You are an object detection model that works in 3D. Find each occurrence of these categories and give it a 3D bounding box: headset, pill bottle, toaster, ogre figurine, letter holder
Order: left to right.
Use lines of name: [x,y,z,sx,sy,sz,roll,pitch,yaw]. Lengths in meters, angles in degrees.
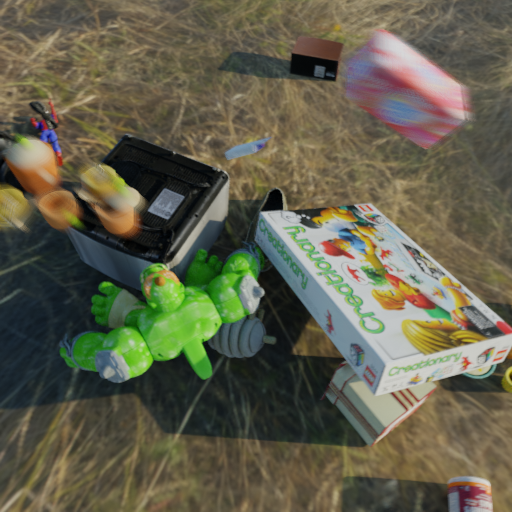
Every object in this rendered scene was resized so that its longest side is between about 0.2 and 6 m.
headset: [-5.630,-2.232,12.329,2.813,1.322,1.737,-38,64,-10]
toaster: [-2.165,-0.714,11.092,2.544,1.669,2.813,22,59,14]
ogre figurine: [-1.380,0.979,9.571,3.938,2.361,1.932,-8,100,-18]
letter holder: [1.605,-5.228,14.775,1.264,0.636,0.899,13,55,8]
pill bottle: [3.276,4.024,8.526,0.626,0.626,1.143,6,56,4]

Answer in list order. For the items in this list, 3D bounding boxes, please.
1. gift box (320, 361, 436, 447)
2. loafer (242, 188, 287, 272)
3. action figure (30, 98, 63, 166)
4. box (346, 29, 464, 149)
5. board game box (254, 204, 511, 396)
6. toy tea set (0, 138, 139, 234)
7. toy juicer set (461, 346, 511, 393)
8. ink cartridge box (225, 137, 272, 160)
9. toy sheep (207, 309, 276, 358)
gift box: [1.915,2.205,9.325,1.457,1.344,1.360,-27,61,-24]
loafer: [0.173,-0.604,11.593,0.767,0.710,2.038,9,56,6]
action figure: [-4.946,-2.974,13.147,0.574,0.870,1.758,-15,55,-10]
box: [2.289,-2.546,8.641,1.705,0.807,0.875,25,53,-23]
board game box: [2.014,0.459,9.796,2.626,0.720,4.161,-7,37,-26]
toy tea set: [-2.884,-1.106,8.437,2.415,0.894,1.436,6,50,5]
toy juicer set: [3.930,1.665,10.176,1.951,0.531,1.241,13,57,9]
ink cartridge box: [-0.105,-1.839,9.572,0.705,0.153,0.692,-10,17,18]
toy sheep: [-0.329,1.351,10.112,1.493,1.029,1.029,8,54,30]
